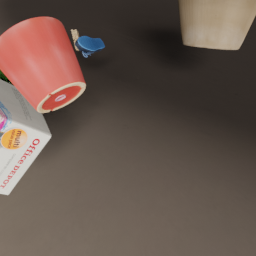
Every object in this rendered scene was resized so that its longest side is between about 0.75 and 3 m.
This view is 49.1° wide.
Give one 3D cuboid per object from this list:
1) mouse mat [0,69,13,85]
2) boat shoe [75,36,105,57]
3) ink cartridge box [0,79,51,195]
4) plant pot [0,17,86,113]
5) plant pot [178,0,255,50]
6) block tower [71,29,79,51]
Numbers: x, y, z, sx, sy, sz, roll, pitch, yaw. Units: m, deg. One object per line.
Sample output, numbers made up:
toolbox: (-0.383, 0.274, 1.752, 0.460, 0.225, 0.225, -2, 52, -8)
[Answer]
mouse mat: (-3.570, -1.489, 6.677, 2.572, 0.097, 2.069, 48, 23, 11)
boat shoe: (-1.231, -2.512, 8.851, 0.509, 0.624, 1.483, -27, -3, 27)
ink cartridge box: (-2.570, -0.046, 4.512, 1.994, 1.449, 1.442, 26, 18, -45)
plant pot: (-1.041, -0.727, 3.536, 0.979, 0.979, 0.866, -28, 83, -32)
plant pot: (2.508, -3.539, 7.892, 2.802, 2.431, 2.802, 4, 21, -2)
block tower: (-1.914, -3.296, 10.447, 0.219, 0.757, 0.204, -14, 2, 9)
